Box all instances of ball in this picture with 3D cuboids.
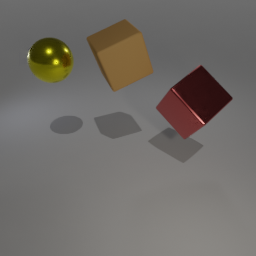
[{"bbox_3d":[-2.414,-2.117,8.804,1.400,1.400,1.400,0,31,0],"label":"ball"}]

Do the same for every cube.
[{"bbox_3d":[1.967,-0.754,8.556,1.400,1.400,1.400,-39,83,-22],"label":"cube"},{"bbox_3d":[-0.252,-2.248,8.636,1.400,1.400,1.400,-27,41,-3],"label":"cube"}]
